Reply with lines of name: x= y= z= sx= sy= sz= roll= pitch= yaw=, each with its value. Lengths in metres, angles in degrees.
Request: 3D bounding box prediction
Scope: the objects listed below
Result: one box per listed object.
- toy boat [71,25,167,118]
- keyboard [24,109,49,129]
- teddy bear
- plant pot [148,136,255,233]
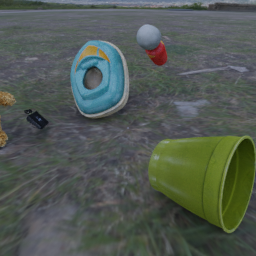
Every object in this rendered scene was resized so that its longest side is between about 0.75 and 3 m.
toy boat: x=-0.371 y=-1.748 z=7.706 sx=2.953 sy=1.372 sz=2.482 roll=-23 pitch=64 yaw=15
keyboard: x=-2.257 y=-0.232 z=6.815 sx=0.130 sy=0.606 sz=1.010 roll=-45 pitch=12 yaw=1
teddy bear: x=-3.355 y=-0.449 z=6.286 sx=1.467 sy=2.023 sz=0.676 roll=9 pitch=-7 yaw=-10
plant pot: x=1.143 y=0.734 z=4.589 sx=1.396 sy=1.450 sz=1.450 roll=11 pitch=28 yaw=39
